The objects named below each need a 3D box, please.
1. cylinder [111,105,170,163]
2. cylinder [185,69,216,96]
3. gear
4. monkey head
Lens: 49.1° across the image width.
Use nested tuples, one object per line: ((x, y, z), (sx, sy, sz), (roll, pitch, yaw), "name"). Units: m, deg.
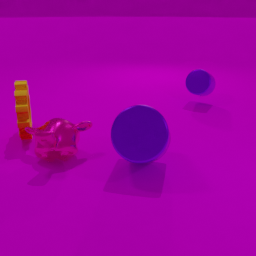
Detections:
((0.301, 0.164, 5.803), (1.116, 1.116, 1.116), (5, -5, 10), "cylinder")
((2.525, -1.558, 9.726), (0.859, 0.859, 0.859), (13, 8, 27), "cylinder")
((-2.662, -0.452, 7.167), (0.273, 1.478, 1.478), (-5, 24, -16), "gear")
((-1.616, 0.142, 6.159), (1.596, 1.148, 0.962), (-5, 58, 5), "monkey head")
